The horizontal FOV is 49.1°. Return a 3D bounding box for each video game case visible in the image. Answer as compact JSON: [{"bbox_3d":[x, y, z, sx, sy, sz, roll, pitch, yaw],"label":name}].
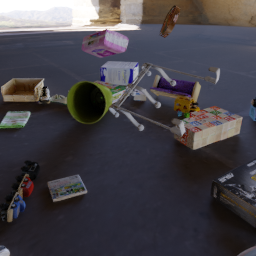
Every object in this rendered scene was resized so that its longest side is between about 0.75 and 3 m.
[{"bbox_3d":[-1.611,1.567,7.374,0.873,0.096,0.796,-11,28,-23],"label":"video game case"}]

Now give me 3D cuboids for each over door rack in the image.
[{"bbox_3d":[0.924,-0.776,7.441,2.548,0.849,1.882,18,65,43],"label":"over door rack"}]

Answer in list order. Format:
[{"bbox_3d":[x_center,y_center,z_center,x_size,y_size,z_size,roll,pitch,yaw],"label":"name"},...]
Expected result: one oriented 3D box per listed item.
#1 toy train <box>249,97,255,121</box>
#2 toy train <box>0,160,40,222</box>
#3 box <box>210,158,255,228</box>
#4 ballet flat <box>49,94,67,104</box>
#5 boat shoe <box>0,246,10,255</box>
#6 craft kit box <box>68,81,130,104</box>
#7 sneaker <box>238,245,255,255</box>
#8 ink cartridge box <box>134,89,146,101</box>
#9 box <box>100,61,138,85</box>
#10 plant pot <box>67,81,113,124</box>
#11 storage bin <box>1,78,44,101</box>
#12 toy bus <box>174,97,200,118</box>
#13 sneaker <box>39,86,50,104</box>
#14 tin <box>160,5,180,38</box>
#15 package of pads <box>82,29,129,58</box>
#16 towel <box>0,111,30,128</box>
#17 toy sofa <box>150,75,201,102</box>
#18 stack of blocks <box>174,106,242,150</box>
[{"bbox_3d":[5.795,-0.793,11.163,1.810,1.034,0.785,1,27,3],"label":"toy train"},{"bbox_3d":[-2.690,1.533,7.162,0.521,0.388,2.276,10,24,-7],"label":"toy train"},{"bbox_3d":[3.434,1.545,6.906,2.188,0.529,1.733,-17,30,-30],"label":"box"},{"bbox_3d":[-3.247,-1.398,13.198,1.120,0.402,0.402,13,29,26],"label":"ballet flat"},{"bbox_3d":[-2.681,2.486,5.246,0.284,0.301,0.839,23,31,38],"label":"boat shoe"},{"bbox_3d":[-1.392,-1.702,13.714,2.177,0.528,2.150,17,33,31],"label":"craft kit box"},{"bbox_3d":[2.045,2.374,4.632,1.196,1.126,2.921,12,27,36],"label":"sneaker"},{"bbox_3d":[0.592,-1.629,13.693,0.591,0.346,0.807,1,27,3],"label":"ink cartridge box"},{"bbox_3d":[-0.463,-3.159,16.090,1.897,0.995,1.744,4,26,10],"label":"box"},{"bbox_3d":[-1.378,-1.137,11.513,1.673,1.673,1.611,8,15,16],"label":"plant pot"},{"bbox_3d":[-5.074,-1.851,13.683,1.604,0.752,1.592,1,25,0],"label":"storage bin"},{"bbox_3d":[2.600,-0.979,12.002,1.247,0.645,1.177,-7,27,-13],"label":"toy bus"},{"bbox_3d":[-3.988,-1.550,13.287,0.526,0.571,1.428,-5,28,-15],"label":"sneaker"},{"bbox_3d":[1.311,-3.318,8.756,0.227,1.082,0.606,27,-14,-22],"label":"tin"},{"bbox_3d":[-1.043,-3.712,12.401,1.216,0.764,2.018,13,-4,-37],"label":"package of pads"},{"bbox_3d":[-4.527,-0.365,11.246,0.979,0.201,1.312,-4,26,-6],"label":"towel"},{"bbox_3d":[2.192,-1.875,13.120,2.186,0.905,1.067,17,-1,31],"label":"toy sofa"},{"bbox_3d":[2.770,-0.068,10.073,2.285,0.669,1.316,-15,30,-28],"label":"stack of blocks"}]
